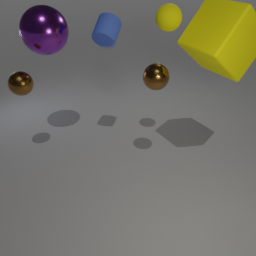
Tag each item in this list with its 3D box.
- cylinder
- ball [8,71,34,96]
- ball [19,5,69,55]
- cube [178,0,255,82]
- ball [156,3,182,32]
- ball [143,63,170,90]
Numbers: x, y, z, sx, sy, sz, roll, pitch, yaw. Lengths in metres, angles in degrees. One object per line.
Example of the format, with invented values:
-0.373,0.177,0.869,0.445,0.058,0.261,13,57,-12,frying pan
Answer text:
-0.603,-2.774,7.977,0.700,0.700,0.700,11,72,18,cylinder
-3.074,-1.276,8.036,0.700,0.700,0.700,0,30,0,ball
-2.458,-2.862,8.240,1.400,1.400,1.400,0,30,0,ball
2.465,-2.295,7.286,1.400,1.400,1.400,26,11,-43,cube
1.088,-2.948,7.484,0.700,0.700,0.700,0,30,0,ball
0.734,-1.339,7.334,0.700,0.700,0.700,0,30,0,ball
